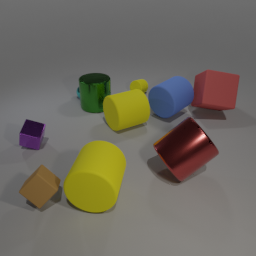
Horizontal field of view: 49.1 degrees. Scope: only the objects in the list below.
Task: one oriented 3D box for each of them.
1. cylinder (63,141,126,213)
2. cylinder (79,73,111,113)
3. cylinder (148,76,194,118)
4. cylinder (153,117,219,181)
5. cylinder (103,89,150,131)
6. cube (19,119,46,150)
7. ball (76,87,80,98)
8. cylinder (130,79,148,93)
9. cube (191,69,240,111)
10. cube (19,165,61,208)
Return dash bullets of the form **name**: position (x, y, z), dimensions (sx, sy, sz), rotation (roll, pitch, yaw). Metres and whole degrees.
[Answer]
- **cylinder**: position (-0.845, 1.279, 7.561), dimensions (1.400, 1.400, 1.400), rotation (5, 31, 8)
- **cylinder**: position (-1.469, -1.599, 12.631), dimensions (1.400, 1.400, 1.400), rotation (0, 30, 0)
- **cylinder**: position (1.806, -1.311, 11.750), dimensions (1.400, 1.400, 1.400), rotation (25, 41, 36)
- **cylinder**: position (1.702, 0.621, 8.319), dimensions (1.400, 1.400, 1.400), rotation (-38, 33, 6)
- **cylinder**: position (-0.072, -0.725, 11.105), dimensions (1.400, 1.400, 1.400), rotation (-17, 34, -26)
- **cube**: position (-3.359, 0.235, 9.843), dimensions (0.700, 0.700, 0.700), rotation (15, 48, -10)
- **ball**: position (-2.147, -1.742, 13.571), dimensions (0.700, 0.700, 0.700), rotation (0, 30, 0)
- **cylinder**: position (0.552, -2.060, 14.005), dimensions (0.700, 0.700, 0.700), rotation (18, 23, 28)
- **cube**: position (3.634, -1.549, 11.814), dimensions (1.400, 1.400, 1.400), rotation (8, 0, -6)
- **cube**: position (-2.308, 1.531, 7.411), dimensions (0.700, 0.700, 0.700), rotation (-45, 14, 5)
